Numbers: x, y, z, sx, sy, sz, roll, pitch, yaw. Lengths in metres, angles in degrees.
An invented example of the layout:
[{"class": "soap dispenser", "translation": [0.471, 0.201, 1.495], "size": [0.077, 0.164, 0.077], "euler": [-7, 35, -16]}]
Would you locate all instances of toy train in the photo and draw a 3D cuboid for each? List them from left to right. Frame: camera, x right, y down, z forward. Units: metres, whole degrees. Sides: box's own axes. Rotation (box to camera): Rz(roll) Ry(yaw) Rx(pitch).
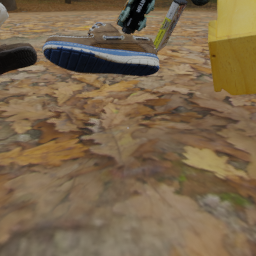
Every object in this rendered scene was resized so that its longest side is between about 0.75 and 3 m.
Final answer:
[{"class": "toy train", "translation": [0.333, -3.783, 8.400], "size": [0.861, 2.021, 1.152], "euler": [22, 19, -21]}]

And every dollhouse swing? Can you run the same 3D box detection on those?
[{"class": "dollhouse swing", "translation": [3.325, -2.298, 7.108], "size": [2.291, 2.082, 2.014], "euler": [-3, 41, 22]}]

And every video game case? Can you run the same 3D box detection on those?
[{"class": "video game case", "translation": [1.224, -3.018, 8.273], "size": [0.210, 1.492, 1.651], "euler": [30, 30, 5]}]

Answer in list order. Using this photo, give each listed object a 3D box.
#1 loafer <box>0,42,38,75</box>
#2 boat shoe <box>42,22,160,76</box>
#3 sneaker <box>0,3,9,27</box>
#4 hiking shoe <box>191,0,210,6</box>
[{"class": "loafer", "translation": [-3.923, -2.155, 8.709], "size": [2.271, 0.829, 0.806], "euler": [-8, 39, -4]}, {"class": "boat shoe", "translation": [-0.545, -1.730, 6.107], "size": [2.558, 0.926, 0.924], "euler": [3, -16, -26]}, {"class": "sneaker", "translation": [-4.042, -2.373, 7.400], "size": [2.275, 0.856, 1.007], "euler": [-42, -4, 1]}, {"class": "hiking shoe", "translation": [1.745, -3.422, 6.763], "size": [0.660, 0.769, 1.774], "euler": [19, 58, -8]}]
